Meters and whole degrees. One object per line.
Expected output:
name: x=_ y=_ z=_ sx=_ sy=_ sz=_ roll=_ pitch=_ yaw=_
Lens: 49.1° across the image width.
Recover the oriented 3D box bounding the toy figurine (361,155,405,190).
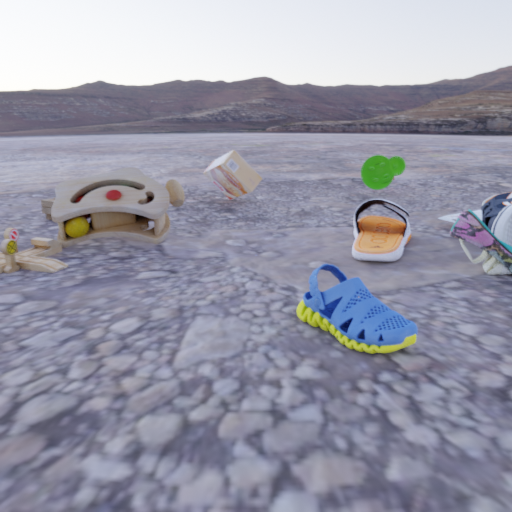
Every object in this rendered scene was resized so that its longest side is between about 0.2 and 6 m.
toy figurine: x=3.842 y=-2.490 z=16.296 sx=1.304 sy=0.979 sz=1.200 roll=-20 pitch=-1 yaw=29

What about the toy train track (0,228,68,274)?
toy train track: x=-4.284 y=0.066 z=8.673 sx=1.897 sy=0.538 sz=3.307 roll=6 pitch=17 yaw=20

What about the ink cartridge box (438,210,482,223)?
ink cartridge box: x=4.688 y=-0.689 z=11.943 sx=1.258 sy=0.297 sz=1.007 roll=-12 pitch=19 yaw=-23

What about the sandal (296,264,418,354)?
sandal: x=1.099 y=0.583 z=6.439 sx=0.677 sy=0.742 sz=1.704 roll=-10 pitch=20 yaw=-38

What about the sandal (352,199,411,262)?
sandal: x=2.385 y=-0.618 z=10.530 sx=1.132 sy=0.846 sz=2.954 roll=3 pitch=16 yaw=12

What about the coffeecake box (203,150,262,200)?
coffeecake box: x=-0.641 y=-2.112 z=14.796 sx=0.507 sy=1.066 sz=1.388 roll=-54 pitch=19 yaw=-20

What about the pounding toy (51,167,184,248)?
pounding toy: x=-2.527 y=-0.653 z=10.988 sx=2.733 sy=1.568 sz=1.563 roll=-17 pitch=49 yaw=-22

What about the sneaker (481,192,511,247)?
sneaker: x=4.527 y=-0.553 z=10.146 sx=0.989 sy=0.977 sz=2.491 roll=-1 pitch=16 yaw=44

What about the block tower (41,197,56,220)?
block tower: x=-4.289 y=-1.227 z=13.429 sx=0.517 sy=0.483 sz=1.790 roll=9 pitch=17 yaw=27

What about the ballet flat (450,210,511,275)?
ballet flat: x=3.626 y=-0.068 z=8.663 sx=1.679 sy=0.597 sz=0.580 roll=33 pitch=19 yaw=-19
